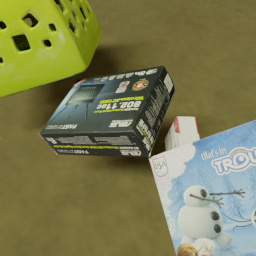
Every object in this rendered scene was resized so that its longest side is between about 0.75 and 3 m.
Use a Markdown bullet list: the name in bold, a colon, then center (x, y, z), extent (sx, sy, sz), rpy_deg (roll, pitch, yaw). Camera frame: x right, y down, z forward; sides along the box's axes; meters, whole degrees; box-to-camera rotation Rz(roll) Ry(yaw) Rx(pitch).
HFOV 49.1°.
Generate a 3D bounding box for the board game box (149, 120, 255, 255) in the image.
- **board game box**: center (1.554, 1.122, 3.951), extent (2.161, 0.469, 2.150), rpy_deg (-24, 72, 30)

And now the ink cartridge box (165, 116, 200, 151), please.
- **ink cartridge box**: center (1.021, 0.294, 5.336), extent (0.383, 0.923, 0.678), rpy_deg (0, 63, -7)

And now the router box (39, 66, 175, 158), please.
- **router box**: center (-0.386, -0.292, 5.297), extent (2.184, 0.678, 1.636), rpy_deg (-3, 46, 33)

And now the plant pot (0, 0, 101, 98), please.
- **plant pot**: center (-2.452, -2.592, 6.353), extent (2.860, 2.595, 2.846), rpy_deg (-13, 33, 11)
